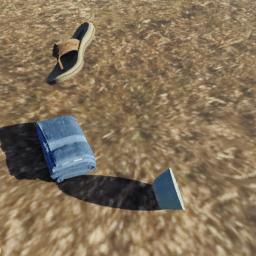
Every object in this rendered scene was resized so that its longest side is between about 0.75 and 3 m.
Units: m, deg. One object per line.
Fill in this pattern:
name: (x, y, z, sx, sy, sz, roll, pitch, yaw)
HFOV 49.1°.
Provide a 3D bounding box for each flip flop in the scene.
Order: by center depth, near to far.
flip flop: (-1.573, -2.081, 7.382, 1.010, 0.717, 2.490, -6, 51, 33)

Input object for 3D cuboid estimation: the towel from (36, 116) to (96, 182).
towel: (-1.568, 0.409, 6.962, 1.100, 0.478, 1.970, -16, 42, -19)

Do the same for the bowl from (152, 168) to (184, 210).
bowl: (0.790, 1.295, 5.697, 0.457, 0.873, 0.873, -20, 39, 7)
